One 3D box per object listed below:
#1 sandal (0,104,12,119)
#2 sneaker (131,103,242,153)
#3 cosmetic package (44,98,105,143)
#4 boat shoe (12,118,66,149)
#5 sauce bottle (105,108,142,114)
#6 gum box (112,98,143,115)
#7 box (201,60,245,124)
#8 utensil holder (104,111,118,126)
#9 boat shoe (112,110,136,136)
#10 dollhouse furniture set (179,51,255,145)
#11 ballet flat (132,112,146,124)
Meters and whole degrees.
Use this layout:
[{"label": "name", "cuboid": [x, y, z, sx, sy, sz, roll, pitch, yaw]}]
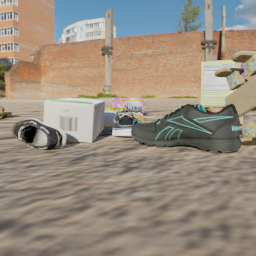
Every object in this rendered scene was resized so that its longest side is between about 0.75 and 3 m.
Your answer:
[{"label": "sandal", "cuboid": [-6.914, -0.946, 14.655, 0.986, 0.884, 2.688, 0, 8, 1]}, {"label": "sneaker", "cuboid": [1.413, -0.072, 7.214, 2.870, 1.138, 1.082, 2, 9, 27]}, {"label": "cosmetic package", "cuboid": [-1.584, -0.329, 8.911, 1.445, 1.139, 2.685, 4, 9, 0]}, {"label": "boat shoe", "cuboid": [-2.442, 0.167, 7.178, 1.916, 0.708, 0.578, 15, 10, 32]}, {"label": "sauce bottle", "cuboid": [-0.310, -0.688, 13.646, 1.990, 0.644, 0.644, -2, 8, -6]}, {"label": "gum box", "cuboid": [0.024, -1.211, 16.091, 1.819, 1.032, 0.602, -2, 8, -16]}, {"label": "box", "cuboid": [3.845, -1.338, 11.290, 1.229, 2.543, 2.237, 5, 10, 32]}, {"label": "utensil holder", "cuboid": [-0.823, -0.388, 11.481, 0.762, 0.648, 0.648, 5, 8, 14]}, {"label": "boat shoe", "cuboid": [-0.095, -0.200, 9.357, 0.834, 0.789, 2.326, 0, 8, -1]}, {"label": "dollhouse furniture set", "cuboid": [2.633, -0.552, 7.549, 1.520, 2.146, 2.336, -2, -20, -20]}, {"label": "ballet flat", "cuboid": [0.250, -0.382, 10.853, 0.608, 0.662, 1.929, -43, 24, -19]}]
